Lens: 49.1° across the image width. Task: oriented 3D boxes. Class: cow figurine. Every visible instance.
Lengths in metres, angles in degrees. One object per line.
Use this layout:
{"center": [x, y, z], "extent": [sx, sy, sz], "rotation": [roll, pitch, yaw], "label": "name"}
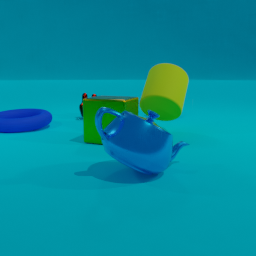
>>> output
{"center": [-1.411, -0.707, 10.359], "extent": [0.692, 1.241, 1.261], "rotation": [6, 47, 3], "label": "cow figurine"}

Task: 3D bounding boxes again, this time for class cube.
{"center": [-0.382, -0.212, 6.675], "extent": [1.030, 1.030, 1.030], "rotation": [4, 11, 19], "label": "cube"}

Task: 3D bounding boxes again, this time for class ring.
{"center": [-3.240, -0.257, 8.392], "extent": [1.895, 0.379, 1.895], "rotation": [-1, 15, 0], "label": "ring"}

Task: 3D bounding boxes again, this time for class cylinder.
{"center": [0.971, -0.940, 7.476], "extent": [1.119, 1.119, 1.119], "rotation": [14, -29, 8], "label": "cylinder"}

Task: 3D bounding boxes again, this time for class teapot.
{"center": [0.256, 0.179, 4.483], "extent": [1.882, 0.921, 1.170], "rotation": [26, 2, -32], "label": "teapot"}
